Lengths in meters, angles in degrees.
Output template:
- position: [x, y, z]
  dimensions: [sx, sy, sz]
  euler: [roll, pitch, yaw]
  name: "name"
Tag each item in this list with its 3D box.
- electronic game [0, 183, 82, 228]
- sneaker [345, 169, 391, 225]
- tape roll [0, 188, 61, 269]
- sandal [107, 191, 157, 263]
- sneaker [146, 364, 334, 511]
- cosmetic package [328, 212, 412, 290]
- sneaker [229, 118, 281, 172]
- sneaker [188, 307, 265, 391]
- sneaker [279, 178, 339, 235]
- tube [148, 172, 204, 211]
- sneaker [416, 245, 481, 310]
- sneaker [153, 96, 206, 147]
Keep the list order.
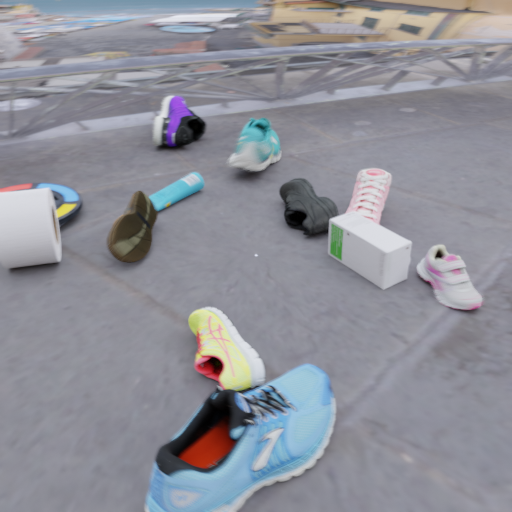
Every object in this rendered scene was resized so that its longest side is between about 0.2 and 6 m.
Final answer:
- position: [-4.976, -1.031, 12.000]
  dimensions: [2.411, 0.502, 2.411]
  euler: [0, 31, 0]
  name: "electronic game"
- position: [2.303, -1.180, 11.689]
  dimensions: [0.791, 1.098, 2.101]
  euler: [13, 33, 16]
  name: "sneaker"
- position: [-4.160, -0.505, 10.216]
  dimensions: [0.953, 1.388, 1.388]
  euler: [-8, 31, -12]
  name: "tape roll"
- position: [-2.476, -0.546, 10.885]
  dimensions: [0.593, 0.888, 2.174]
  euler: [-26, 32, 18]
  name: "sandal"
- position: [-0.027, 1.930, 6.203]
  dimensions: [1.051, 1.206, 2.681]
  euler: [25, 38, 36]
  name: "sneaker"
- position: [2.026, -0.133, 10.155]
  dimensions: [0.639, 0.810, 1.506]
  euler: [-20, 34, -27]
  name: "cosmetic package"
- position: [0.130, -3.011, 14.560]
  dimensions: [1.127, 1.159, 2.909]
  euler: [16, 24, 3]
  name: "sneaker"
- position: [-0.601, 1.306, 7.860]
  dimensions: [0.752, 0.651, 1.666]
  euler: [-21, 36, -27]
  name: "sneaker"
- position: [0.913, -1.051, 11.863]
  dimensions: [0.923, 0.772, 2.033]
  euler: [-22, 32, -17]
  name: "sneaker"
- position: [-1.932, -1.410, 12.809]
  dimensions: [0.653, 0.425, 1.685]
  euler: [16, 38, 40]
  name: "tube"
- position: [3.262, 0.339, 9.459]
  dimensions: [0.584, 0.633, 1.436]
  euler: [-12, 40, -20]
  name: "sneaker"
- position: [-2.155, -3.932, 16.661]
  dimensions: [1.398, 0.977, 2.811]
  euler: [4, 35, 0]
  name: "sneaker"
